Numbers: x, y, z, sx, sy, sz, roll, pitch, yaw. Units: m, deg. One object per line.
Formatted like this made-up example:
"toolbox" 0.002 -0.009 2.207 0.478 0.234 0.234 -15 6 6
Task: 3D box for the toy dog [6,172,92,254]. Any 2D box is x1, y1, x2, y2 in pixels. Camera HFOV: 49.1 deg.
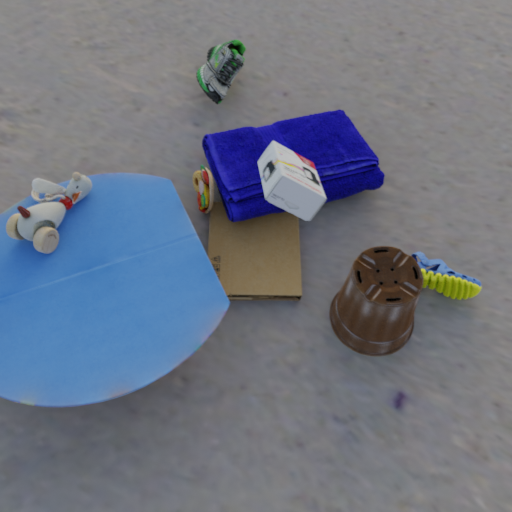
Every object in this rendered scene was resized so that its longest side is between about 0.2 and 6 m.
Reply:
"toy dog" -3.905 -0.999 10.512 1.288 0.941 1.953 3 51 2

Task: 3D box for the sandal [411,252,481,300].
"sandal" 3.531 0.338 10.792 1.604 0.638 0.698 18 54 10

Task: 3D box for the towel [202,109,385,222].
"towel" 0.740 -2.134 12.081 3.501 0.867 2.585 -13 53 -12

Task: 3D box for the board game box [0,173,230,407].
"board game box" -2.974 0.590 10.404 4.136 1.019 5.235 -20 51 -13

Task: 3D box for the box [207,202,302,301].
"box" -0.038 -0.138 11.298 1.869 0.243 2.287 1 56 -1

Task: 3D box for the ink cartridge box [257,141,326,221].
"ink cartridge box" 0.648 -1.399 10.392 1.010 0.574 1.386 24 31 -24

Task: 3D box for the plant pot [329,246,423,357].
"plant pot" 2.182 0.726 9.943 1.598 1.582 1.598 0 56 0

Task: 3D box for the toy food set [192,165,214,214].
"toy food set" -1.096 -1.382 11.672 0.241 0.982 0.992 -3 81 -19

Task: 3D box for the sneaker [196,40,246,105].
"sneaker" -0.808 -4.554 13.563 0.919 0.842 2.158 -18 47 34
